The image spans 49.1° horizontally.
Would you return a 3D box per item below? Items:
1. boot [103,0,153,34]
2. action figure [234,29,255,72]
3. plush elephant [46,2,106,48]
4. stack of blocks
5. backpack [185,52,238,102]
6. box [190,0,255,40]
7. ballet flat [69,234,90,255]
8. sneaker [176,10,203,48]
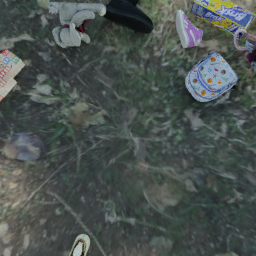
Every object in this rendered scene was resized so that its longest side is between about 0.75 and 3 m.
[{"bbox_3d":[0.227,-4.587,10.298,2.126,0.787,1.742,24,77,9],"label":"boot"},{"bbox_3d":[5.306,-2.912,9.737,2.563,1.717,1.908,-31,51,-4],"label":"action figure"},{"bbox_3d":[-1.831,-3.530,9.748,1.946,1.507,1.603,-17,29,-36],"label":"plush elephant"},{"bbox_3d":[-4.364,-1.832,9.735,0.932,0.474,1.619,36,78,8],"label":"stack of blocks"},{"bbox_3d":[2.741,-1.630,9.383,1.487,1.203,1.562,-39,82,2],"label":"backpack"},{"bbox_3d":[3.423,-4.165,10.216,2.140,0.688,0.750,32,78,7],"label":"box"},{"bbox_3d":[-1.621,4.027,8.230,0.603,0.557,1.787,15,77,4],"label":"ballet flat"},{"bbox_3d":[2.254,-3.636,10.222,0.824,0.524,1.446,-12,83,-9],"label":"sneaker"}]
